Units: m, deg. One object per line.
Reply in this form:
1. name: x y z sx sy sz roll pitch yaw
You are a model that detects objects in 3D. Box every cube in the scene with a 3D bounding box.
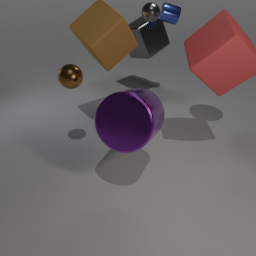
1. cube: -0.785 -3.043 9.255 1.400 1.400 1.400 -42 61 1
2. cube: 0.760 -4.075 12.539 1.400 1.400 1.400 -39 33 -21
3. cube: 2.578 -2.027 7.687 1.400 1.400 1.400 32 40 -31

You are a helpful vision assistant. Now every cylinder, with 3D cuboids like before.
1. cylinder: 1.689 -4.609 11.297 0.700 0.700 0.700 13 29 -9
2. cylinder: 0.090 -0.241 6.861 1.400 1.400 1.400 9 14 16

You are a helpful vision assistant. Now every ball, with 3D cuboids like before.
1. ball: 0.848 -4.289 10.400 0.700 0.700 0.700 0 30 0
2. ball: -1.619 -1.450 7.908 0.700 0.700 0.700 0 30 0
